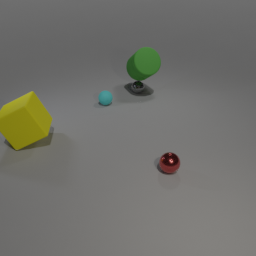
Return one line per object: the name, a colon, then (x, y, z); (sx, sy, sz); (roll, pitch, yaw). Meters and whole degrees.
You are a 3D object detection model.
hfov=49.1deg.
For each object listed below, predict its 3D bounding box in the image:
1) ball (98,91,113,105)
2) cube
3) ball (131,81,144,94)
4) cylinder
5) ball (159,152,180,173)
ball: (-1.108, -1.489, 13.785); (0.700, 0.700, 0.700); (0, 30, 0)
cube: (-3.910, -0.286, 10.607); (1.400, 1.400, 1.400); (-25, 29, 8)
ball: (0.532, -2.181, 15.023); (0.700, 0.700, 0.700); (0, 30, 0)
cylinder: (0.765, -3.213, 14.200); (1.400, 1.400, 1.400); (-10, 1, -17)
ball: (1.382, 1.151, 9.278); (0.700, 0.700, 0.700); (0, 30, 0)
